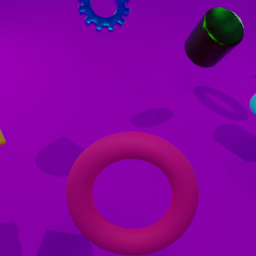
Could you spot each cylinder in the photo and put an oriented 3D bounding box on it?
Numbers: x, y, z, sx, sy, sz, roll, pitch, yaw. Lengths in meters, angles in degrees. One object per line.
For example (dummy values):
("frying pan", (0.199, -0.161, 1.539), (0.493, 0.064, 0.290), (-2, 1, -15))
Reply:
("cylinder", (1.785, -1.876, 5.901), (0.905, 0.905, 0.905), (4, 72, -14))

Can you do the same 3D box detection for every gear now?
("gear", (-0.548, -2.789, 6.371), (1.172, 1.172, 0.217), (-12, 3, -11))

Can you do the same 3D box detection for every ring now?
("ring", (0.047, 0.800, 3.297), (1.558, 1.558, 0.312), (1, 14, 1))

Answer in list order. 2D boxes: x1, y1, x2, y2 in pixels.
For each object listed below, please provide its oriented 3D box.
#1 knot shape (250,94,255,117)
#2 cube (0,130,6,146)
("knot shape", (2.284, -0.289, 3.688), (0.672, 1.455, 1.361), (25, 9, -27))
("cube", (-2.366, 0.069, 3.751), (0.827, 0.827, 0.827), (64, 26, 3))
